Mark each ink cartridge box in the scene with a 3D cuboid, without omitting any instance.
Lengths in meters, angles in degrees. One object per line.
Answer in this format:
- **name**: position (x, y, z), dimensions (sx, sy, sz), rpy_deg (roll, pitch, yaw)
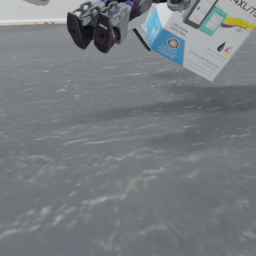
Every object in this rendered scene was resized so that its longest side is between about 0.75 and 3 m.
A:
- **ink cartridge box**: position (-0.263, -2.857, 6.382), dimensions (0.954, 0.553, 1.292), rpy_deg (-36, 82, -25)
- **ink cartridge box**: position (2.114, -3.252, 7.518), dimensions (2.090, 2.849, 2.080), rpy_deg (23, 35, -16)

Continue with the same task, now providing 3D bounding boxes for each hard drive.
- **hard drive**: position (0.628, -3.313, 8.992), dimensions (1.001, 1.433, 0.271), rpy_deg (-40, 12, -18)

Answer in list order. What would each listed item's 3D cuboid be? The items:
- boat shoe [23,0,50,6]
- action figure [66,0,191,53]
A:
- **boat shoe**: position (-2.541, -3.196, 5.382), dimensions (2.404, 0.870, 0.868), rpy_deg (-1, 66, -39)
- **action figure**: position (0.173, -2.284, 4.844), dimensions (1.691, 0.901, 2.598), rpy_deg (28, 61, 23)
